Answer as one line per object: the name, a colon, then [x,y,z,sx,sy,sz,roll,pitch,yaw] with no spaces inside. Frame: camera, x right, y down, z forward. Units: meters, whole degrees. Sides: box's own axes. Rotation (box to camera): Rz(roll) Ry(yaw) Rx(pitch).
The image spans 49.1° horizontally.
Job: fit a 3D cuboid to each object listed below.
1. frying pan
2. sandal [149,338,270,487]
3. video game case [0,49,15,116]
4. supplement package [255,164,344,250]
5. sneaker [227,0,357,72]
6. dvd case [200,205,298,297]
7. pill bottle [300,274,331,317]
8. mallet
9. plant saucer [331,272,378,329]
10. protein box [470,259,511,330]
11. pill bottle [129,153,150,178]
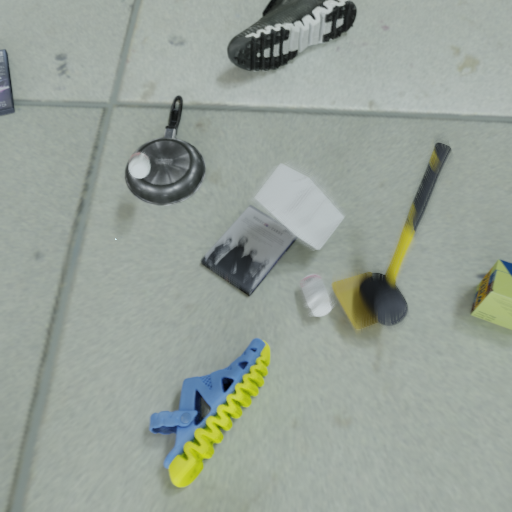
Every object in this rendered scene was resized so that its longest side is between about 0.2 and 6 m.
frying pan: [-1.716,-2.352,12.280,1.757,0.473,2.904,24,67,12]
sandal: [-0.781,2.380,9.361,1.184,1.081,2.719,33,65,21]
video game case: [-6.569,-4.029,13.291,1.454,0.193,2.036,-15,64,-8]
supplement package: [0.819,-0.898,10.362,0.834,1.466,0.803,-52,47,-1]
sneaker: [0.627,-5.628,13.650,3.566,1.185,1.613,-30,63,-19]
dvd case: [-0.121,-0.142,11.171,1.231,0.203,1.638,33,66,17]
pill bottle: [1.117,0.736,10.419,0.417,0.417,0.735,-12,48,-6]
mallet: [2.621,-0.282,9.515,0.662,3.218,1.060,12,28,-12]
plant saucer: [1.978,0.863,10.488,1.001,0.243,1.001,-14,64,-28]
protein box: [4.660,0.756,10.184,1.063,1.071,0.723,20,63,10]
pill bottle: [-2.210,-1.693,10.595,0.391,0.391,0.707,-13,24,-7]
